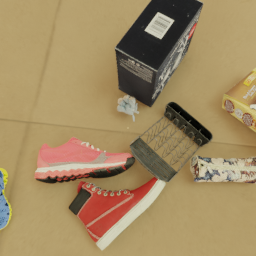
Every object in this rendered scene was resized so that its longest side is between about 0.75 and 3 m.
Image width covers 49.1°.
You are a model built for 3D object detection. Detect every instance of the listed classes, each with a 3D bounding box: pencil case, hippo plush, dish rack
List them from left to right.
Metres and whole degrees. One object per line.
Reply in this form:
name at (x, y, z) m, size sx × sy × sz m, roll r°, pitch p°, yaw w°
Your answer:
hippo plush at (0.098, -0.676, 8.344) m, size 0.753 × 0.606 × 0.600 m, roll 32°, pitch 111°, yaw 12°
dish rack at (1.163, 0.389, 7.824) m, size 1.642 × 0.584 × 2.140 m, roll 42°, pitch 57°, yaw 14°
pencil case at (2.724, 1.139, 7.694) m, size 1.920 × 0.859 × 0.747 m, roll 2°, pitch 84°, yaw 0°

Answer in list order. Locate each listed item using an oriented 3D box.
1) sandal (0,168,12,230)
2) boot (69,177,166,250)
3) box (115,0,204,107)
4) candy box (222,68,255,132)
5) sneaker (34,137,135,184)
sandal at (-3.602, 1.877, 7.534) m, size 0.673 × 0.738 × 1.694 m, roll -14°, pitch 74°, yaw -7°
boot at (-0.337, 1.740, 7.528) m, size 2.438 × 0.883 × 1.759 m, roll -40°, pitch 75°, yaw -8°
box at (0.833, -2.244, 8.065) m, size 1.277 × 2.233 × 2.452 m, roll 31°, pitch 75°, yaw 10°
candy box at (4.211, -0.475, 7.920) m, size 1.525 × 0.731 × 2.643 m, roll -38°, pitch 59°, yaw -12°
sneaker at (-1.207, 0.770, 7.733) m, size 2.776 × 1.023 × 1.204 m, roll -6°, pitch 71°, yaw -2°
